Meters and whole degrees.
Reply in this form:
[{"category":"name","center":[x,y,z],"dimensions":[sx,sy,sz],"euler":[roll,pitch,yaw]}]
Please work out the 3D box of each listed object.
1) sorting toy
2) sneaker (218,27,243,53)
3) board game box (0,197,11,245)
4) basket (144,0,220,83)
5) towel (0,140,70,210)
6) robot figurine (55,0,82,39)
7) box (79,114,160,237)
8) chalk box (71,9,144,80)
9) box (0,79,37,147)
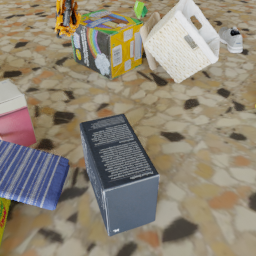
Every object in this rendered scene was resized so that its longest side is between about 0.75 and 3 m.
[{"category":"sorting toy","center":[0.890,-3.846,11.099],"dimensions":[0.381,2.589,1.913],"euler":[-1,37,28]},{"category":"sneaker","center":[4.798,-4.260,12.823],"dimensions":[0.808,0.887,2.162],"euler":[-4,40,-5]},{"category":"board game box","center":[-3.167,1.952,5.527],"dimensions":[1.264,0.593,2.489],"euler":[-5,40,-6]},{"category":"basket","center":[2.019,-3.240,10.241],"dimensions":[1.765,2.175,2.195],"euler":[-31,23,38]},{"category":"towel","center":[-2.511,0.984,6.342],"dimensions":[2.198,0.262,1.592],"euler":[18,33,-10]},{"category":"robot figurine","center":[-1.755,-3.774,8.319],"dimensions":[0.649,2.229,1.616],"euler":[5,-5,-23]},{"category":"box","center":[-0.247,0.925,6.045],"dimensions":[1.087,1.507,2.031],"euler":[-13,42,-15]},{"category":"chalk box","center":[-1.057,-3.493,11.160],"dimensions":[2.930,1.829,1.816],"euler":[33,50,32]},{"category":"box","center":[-3.168,-0.284,7.425],"dimensions":[0.883,1.620,1.036],"euler":[-28,47,-29]}]
